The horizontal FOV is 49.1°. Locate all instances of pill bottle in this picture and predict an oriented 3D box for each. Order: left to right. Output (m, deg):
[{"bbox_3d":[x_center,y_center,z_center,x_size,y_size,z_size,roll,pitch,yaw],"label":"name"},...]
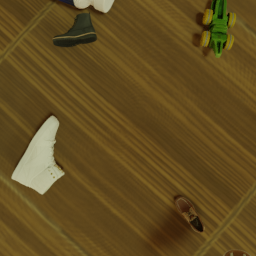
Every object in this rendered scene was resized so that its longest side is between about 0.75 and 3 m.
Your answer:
[{"bbox_3d":[-1.739,-4.545,8.211,2.827,1.636,1.636,21,86,2],"label":"pill bottle"}]

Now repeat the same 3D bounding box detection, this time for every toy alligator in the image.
[{"bbox_3d":[2.791,-3.386,8.660,0.916,0.664,2.764,9,80,0],"label":"toy alligator"}]

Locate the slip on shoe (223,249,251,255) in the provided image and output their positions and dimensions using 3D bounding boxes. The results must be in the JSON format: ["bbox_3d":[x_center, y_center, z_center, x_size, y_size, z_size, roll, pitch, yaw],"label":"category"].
[{"bbox_3d":[2.208,3.932,5.543,1.068,0.851,2.810,2,44,10],"label":"slip on shoe"}]

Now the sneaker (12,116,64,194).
[{"bbox_3d":[-2.323,0.854,8.317,1.291,0.823,2.235,31,96,0],"label":"sneaker"}]

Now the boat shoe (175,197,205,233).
[{"bbox_3d":[1.879,2.580,8.329,0.466,0.442,1.231,-39,87,-2],"label":"boat shoe"}]

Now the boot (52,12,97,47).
[{"bbox_3d":[-1.718,-3.085,8.735,1.349,0.523,0.933,-10,81,-14],"label":"boot"}]
